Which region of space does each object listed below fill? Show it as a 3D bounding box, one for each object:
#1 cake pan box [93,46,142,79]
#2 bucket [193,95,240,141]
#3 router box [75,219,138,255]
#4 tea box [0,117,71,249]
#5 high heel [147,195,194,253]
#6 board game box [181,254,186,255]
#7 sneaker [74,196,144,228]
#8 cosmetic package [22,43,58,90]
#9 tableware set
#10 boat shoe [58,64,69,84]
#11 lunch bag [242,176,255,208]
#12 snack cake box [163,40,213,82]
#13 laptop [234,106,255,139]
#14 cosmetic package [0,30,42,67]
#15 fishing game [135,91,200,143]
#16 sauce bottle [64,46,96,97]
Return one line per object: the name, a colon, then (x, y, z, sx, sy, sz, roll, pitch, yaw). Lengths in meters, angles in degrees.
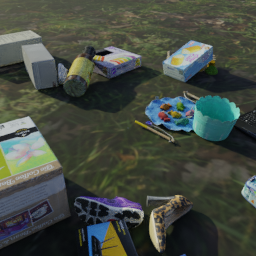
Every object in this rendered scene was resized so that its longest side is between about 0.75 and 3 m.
cake pan box: (-0.796, -3.032, 12.688, 1.983, 0.563, 2.153, -27, 42, -36)
bucket: (2.550, -0.285, 8.294, 1.293, 0.842, 1.293, 3, 41, -2)
router box: (-0.385, 2.206, 4.932, 0.986, 0.337, 1.322, -8, 19, -12)
tea box: (-2.671, 1.115, 5.773, 2.219, 1.483, 2.183, -20, 40, -27)
high heel: (0.927, 1.844, 5.537, 1.014, 0.508, 1.423, 4, 28, -4)
board game box: (0.624, 2.834, 4.307, 1.396, 0.303, 1.389, -13, 34, -18)
sneaker: (-0.400, 1.708, 5.888, 1.453, 0.586, 0.606, 12, 18, -1)
cosmetic package: (-3.614, -2.554, 11.435, 0.998, 1.182, 2.213, -13, 35, -20)
tableware set: (2.836, -2.877, 12.655, 2.341, 0.359, 1.577, 6, 44, 6)
boat shoe: (-2.657, -2.253, 11.604, 0.459, 0.502, 1.396, -2, 34, -14)
lunch bag: (3.196, 1.499, 6.150, 0.910, 0.467, 1.133, -15, 38, -26)
snack cake box: (2.564, -2.864, 11.914, 1.988, 0.668, 1.143, -40, 48, -24)
laptop: (4.451, -0.458, 8.480, 2.028, 1.047, 1.797, -20, 38, -26)
cosmetic package: (-5.651, -3.736, 13.264, 2.877, 1.051, 1.489, -22, 40, -30)
fishing game: (1.605, -0.593, 9.241, 2.867, 0.446, 2.053, -28, 46, -35)
sauce bottle: (-1.786, -2.374, 11.095, 0.890, 0.890, 2.752, 4, 46, 6)
